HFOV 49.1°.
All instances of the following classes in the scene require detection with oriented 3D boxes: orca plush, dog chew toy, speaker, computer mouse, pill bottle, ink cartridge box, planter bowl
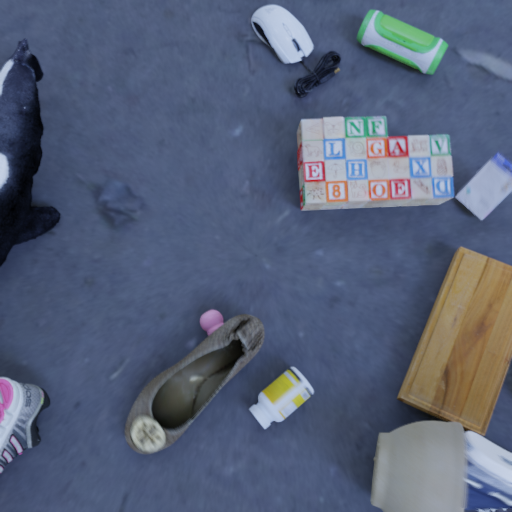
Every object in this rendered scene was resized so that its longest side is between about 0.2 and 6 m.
[{"bbox_3d":[-4.252,-1.070,9.593,2.532,1.711,4.814,-9,64,44],"label":"orca plush"},{"bbox_3d":[-0.663,1.210,9.249,0.386,0.386,0.621,-29,77,-7],"label":"dog chew toy"},{"bbox_3d":[2.722,-3.995,10.486,1.584,0.701,0.701,28,77,7],"label":"speaker"},{"bbox_3d":[0.644,-4.047,10.613,1.140,0.456,2.079,-37,78,-8],"label":"computer mouse"},{"bbox_3d":[0.388,2.266,8.883,0.979,0.549,0.549,-38,78,-9],"label":"pill bottle"},{"bbox_3d":[3.992,-1.182,9.563,0.607,1.017,0.213,47,35,17],"label":"ink cartridge box"},{"bbox_3d":[2.287,3.181,8.124,1.149,1.707,1.707,8,75,12],"label":"planter bowl"}]

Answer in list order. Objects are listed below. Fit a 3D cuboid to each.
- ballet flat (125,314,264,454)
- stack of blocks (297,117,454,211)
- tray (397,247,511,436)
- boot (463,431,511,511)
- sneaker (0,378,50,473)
[{"bbox_3d":[-0.946,2.004,8.710,2.835,0.657,0.955,-43,99,-3],"label":"ballet flat"},{"bbox_3d":[2.009,-1.598,9.680,2.511,0.736,1.446,-2,85,-2],"label":"stack of blocks"},{"bbox_3d":[3.446,1.337,9.088,1.343,0.504,2.724,23,77,13],"label":"tray"},{"bbox_3d":[3.698,3.533,8.492,2.141,0.779,0.967,33,109,-6],"label":"boot"},{"bbox_3d":[-3.866,2.893,8.577,0.843,0.999,2.284,31,99,34],"label":"sneaker"}]
